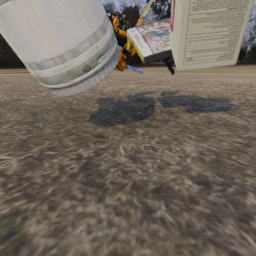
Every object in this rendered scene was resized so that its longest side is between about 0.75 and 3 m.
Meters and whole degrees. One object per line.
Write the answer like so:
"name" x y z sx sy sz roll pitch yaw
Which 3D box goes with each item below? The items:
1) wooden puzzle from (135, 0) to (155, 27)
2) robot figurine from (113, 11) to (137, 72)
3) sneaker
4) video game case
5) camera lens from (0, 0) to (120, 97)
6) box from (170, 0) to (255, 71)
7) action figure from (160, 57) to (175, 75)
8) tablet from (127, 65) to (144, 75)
"wooden puzzle" 0.657 -4.513 11.197 0.161 1.361 2.295 29 27 -11
"robot figurine" -0.567 -3.808 12.432 0.778 1.939 2.674 27 -13 33
"sneaker" -1.067 -3.635 9.477 1.172 2.830 1.015 -41 12 -1
"video game case" 1.339 -3.163 9.708 2.379 0.303 2.150 -17 45 -5
"camera lens" -1.710 -2.511 6.500 2.346 2.932 2.346 -17 41 15
"box" 2.094 -3.076 7.354 1.742 2.724 1.484 -6 53 0
"action figure" 1.753 -2.871 10.925 0.762 1.456 1.408 -30 7 -35
"tablet" 0.310 -2.481 11.944 0.638 0.067 0.980 17 18 -15
